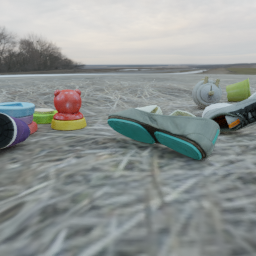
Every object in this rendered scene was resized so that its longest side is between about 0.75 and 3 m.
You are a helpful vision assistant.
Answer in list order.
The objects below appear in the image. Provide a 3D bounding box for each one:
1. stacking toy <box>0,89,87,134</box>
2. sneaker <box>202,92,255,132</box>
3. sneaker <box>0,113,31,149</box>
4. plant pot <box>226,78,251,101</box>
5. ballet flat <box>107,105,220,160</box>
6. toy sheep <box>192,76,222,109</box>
[{"bbox_3d":[-2.614,-0.558,7.748,2.468,1.042,2.234,-9,16,-34],"label":"stacking toy"},{"bbox_3d":[2.862,-0.322,6.731,2.228,0.824,0.883,-18,17,28],"label":"sneaker"},{"bbox_3d":[-3.280,0.092,5.892,2.404,0.910,1.052,5,-1,7],"label":"sneaker"},{"bbox_3d":[5.017,-1.637,12.715,1.006,1.094,1.094,-6,9,24],"label":"plant pot"},{"bbox_3d":[0.668,-0.054,5.791,2.581,0.870,0.822,17,64,42],"label":"ballet flat"},{"bbox_3d":[3.031,-1.323,10.726,1.221,1.221,1.771,2,2,9],"label":"toy sheep"}]
